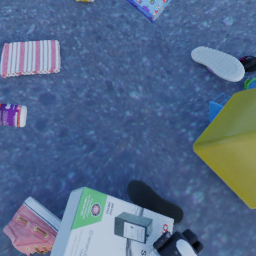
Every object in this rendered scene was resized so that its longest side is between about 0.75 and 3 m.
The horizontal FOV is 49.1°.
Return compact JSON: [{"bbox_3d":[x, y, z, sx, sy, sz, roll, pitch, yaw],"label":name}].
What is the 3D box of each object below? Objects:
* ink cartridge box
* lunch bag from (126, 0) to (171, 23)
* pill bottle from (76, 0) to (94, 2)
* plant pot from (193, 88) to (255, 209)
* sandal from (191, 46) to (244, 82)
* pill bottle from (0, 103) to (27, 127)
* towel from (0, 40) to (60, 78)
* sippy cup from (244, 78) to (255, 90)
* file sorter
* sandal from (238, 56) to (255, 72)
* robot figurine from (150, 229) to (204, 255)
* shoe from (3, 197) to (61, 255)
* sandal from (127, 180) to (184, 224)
[{"bbox_3d":[-0.337,2.957,7.209,2.795,1.175,2.040,25,61,-20],"label":"ink cartridge box"},{"bbox_3d":[0.543,-4.694,9.264,1.856,0.873,1.397,39,100,1],"label":"lunch bag"},{"bbox_3d":[-2.221,-6.477,13.623,1.105,0.576,0.576,2,60,2],"label":"pill bottle"},{"bbox_3d":[4.200,0.376,8.101,2.823,2.490,2.823,45,67,-3],"label":"plant pot"},{"bbox_3d":[3.657,-2.563,11.361,1.048,0.633,2.575,-35,52,-7],"label":"sandal"},{"bbox_3d":[-3.160,-0.345,7.211,1.003,0.564,0.564,6,59,-16],"label":"pill bottle"},{"bbox_3d":[-4.062,-2.936,11.777,2.405,0.360,1.760,-6,60,-6],"label":"towel"},{"bbox_3d":[5.206,-1.640,10.732,0.898,0.962,1.225,-36,75,-30],"label":"sippy cup"},{"bbox_3d":[3.656,-0.514,9.829,0.830,0.938,1.352,-37,47,-24],"label":"file sorter"},{"bbox_3d":[4.787,-2.650,11.516,1.850,0.443,0.695,-9,61,-4],"label":"sandal"},{"bbox_3d":[1.107,2.970,6.549,1.314,0.820,0.987,-37,62,-10],"label":"robot figurine"},{"bbox_3d":[-2.258,3.207,7.954,2.694,0.963,1.226,31,70,19],"label":"shoe"},{"bbox_3d":[0.775,2.362,8.720,1.960,0.469,0.737,34,64,4],"label":"sandal"}]
